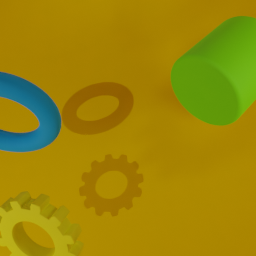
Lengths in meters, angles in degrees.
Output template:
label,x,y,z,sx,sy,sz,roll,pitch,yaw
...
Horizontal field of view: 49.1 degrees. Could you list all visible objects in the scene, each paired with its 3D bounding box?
label,x,y,z,sx,sy,sz,roll,pitch,yaw
gear,-1.483,1.770,4.618,1.511,0.279,1.511,7,114,16
ring,-2.014,-0.192,4.616,1.812,1.812,0.362,2,51,0
cylinder,1.568,-0.908,4.501,1.281,1.281,1.281,-41,82,-23
